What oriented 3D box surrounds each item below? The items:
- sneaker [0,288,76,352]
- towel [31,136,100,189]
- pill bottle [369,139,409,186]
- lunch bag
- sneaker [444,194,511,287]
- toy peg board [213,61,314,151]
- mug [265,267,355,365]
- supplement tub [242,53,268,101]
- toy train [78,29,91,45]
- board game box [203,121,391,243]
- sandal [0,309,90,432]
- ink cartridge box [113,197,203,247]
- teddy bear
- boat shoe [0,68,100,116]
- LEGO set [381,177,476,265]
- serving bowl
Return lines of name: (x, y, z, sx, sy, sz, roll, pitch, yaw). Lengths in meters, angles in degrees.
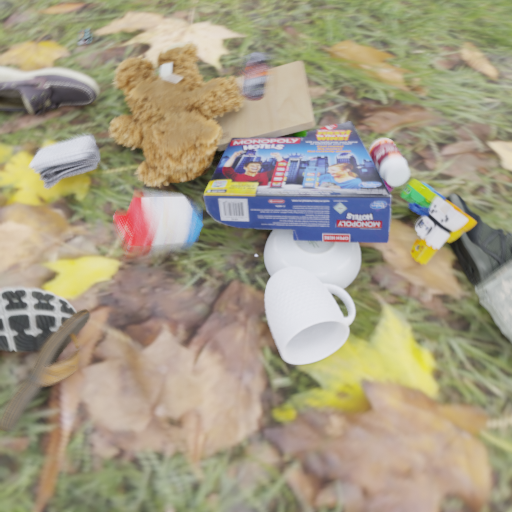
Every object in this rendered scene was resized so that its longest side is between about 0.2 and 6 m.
sneaker: (-4.358, 0.899, 9.241, 2.778, 1.070, 1.180, 3, 11, -14)
towel: (-3.759, -1.904, 11.234, 1.130, 0.584, 1.365, -16, 27, -3)
pill bottle: (2.466, -1.730, 10.381, 0.519, 0.519, 0.909, -9, 44, -6)
lunch bag: (4.516, 0.757, 9.112, 1.761, 1.035, 1.444, -29, 79, -22)
sneaker: (4.180, -0.368, 10.359, 1.081, 0.722, 1.888, -11, 57, -10)
toy peg board: (0.205, -2.999, 12.293, 2.077, 1.020, 2.085, -13, 51, 10)
mug: (0.904, 0.874, 9.221, 1.543, 1.139, 1.353, -5, 47, -21)
supplement tub: (-0.017, -3.418, 10.673, 0.450, 0.841, 0.450, 5, 48, -5)
toy train: (-4.487, -5.707, 14.621, 0.317, 0.237, 0.557, -12, 56, 6)
board game box: (0.931, -1.525, 10.665, 3.148, 0.971, 3.146, 2, 35, 11)
sandal: (-3.137, 1.796, 8.629, 0.577, 0.863, 2.113, 31, 69, -4)
ink cartridge box: (-1.716, -0.617, 9.832, 1.341, 0.451, 0.779, -8, 52, -43)
teddy bear: (-1.759, -3.031, 11.866, 2.950, 1.359, 4.069, -33, 56, -12)
boat shoe: (-4.983, -3.623, 12.644, 2.815, 1.013, 0.912, 5, 65, 0)
LEGO set: (2.973, -0.640, 10.295, 1.107, 1.191, 2.902, 26, 19, -22)
serving bowl: (1.052, -0.157, 10.259, 1.804, 0.593, 1.804, 1, 53, -1)
